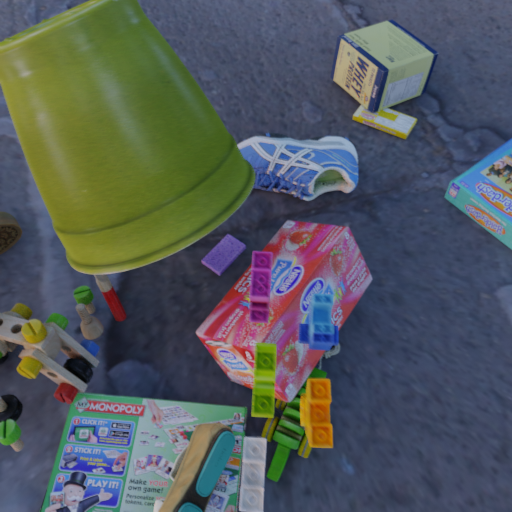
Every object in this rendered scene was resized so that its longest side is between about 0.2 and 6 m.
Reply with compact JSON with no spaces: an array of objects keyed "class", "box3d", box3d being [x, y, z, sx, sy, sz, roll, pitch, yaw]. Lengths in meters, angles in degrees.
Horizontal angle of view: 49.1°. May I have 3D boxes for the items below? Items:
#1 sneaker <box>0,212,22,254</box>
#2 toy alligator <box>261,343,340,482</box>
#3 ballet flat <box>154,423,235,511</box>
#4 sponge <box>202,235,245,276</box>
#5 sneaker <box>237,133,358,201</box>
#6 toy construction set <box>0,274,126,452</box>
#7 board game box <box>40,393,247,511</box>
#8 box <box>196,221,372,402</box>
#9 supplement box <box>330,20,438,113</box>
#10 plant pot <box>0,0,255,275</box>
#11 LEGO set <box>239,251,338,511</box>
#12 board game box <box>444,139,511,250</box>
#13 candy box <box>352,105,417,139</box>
[{"class":"sneaker","box3d":[-6.024,-0.310,10.231,3.076,1.031,1.381,-29,65,-14]},{"class":"toy alligator","box3d":[0.764,2.211,8.740,0.763,0.698,2.572,22,58,14]},{"class":"ballet flat","box3d":[-0.980,3.295,7.664,0.678,0.738,2.151,2,48,36]},{"class":"sponge","box3d":[-0.612,-0.027,10.619,0.448,0.120,0.803,33,62,20]},{"class":"sneaker","box3d":[0.675,-1.726,11.178,2.905,1.100,1.119,-7,52,-3]},{"class":"toy construction set","box3d":[-3.452,0.983,8.582,2.239,2.063,2.685,29,55,35]},{"class":"board game box","box3d":[-1.580,3.072,8.336,2.734,0.398,1.840,5,55,3]},{"class":"box","box3d":[0.528,0.784,9.076,1.360,1.302,2.728,9,50,44]},{"class":"supplement box","box3d":[2.898,-4.377,12.879,1.634,1.098,1.636,-25,57,-22]},{"class":"plant pot","box3d":[-2.053,-1.901,8.004,3.181,3.063,3.181,-18,31,11]},{"class":"LEGO set","box3d":[0.436,1.596,7.059,1.150,1.238,3.016,3,66,1]},{"class":"board game box","box3d":[5.364,-1.369,11.260,2.468,0.555,1.877,-33,62,-20]},{"class":"candy box","box3d":[2.905,-3.088,12.662,1.293,0.171,0.661,26,58,17]}]
